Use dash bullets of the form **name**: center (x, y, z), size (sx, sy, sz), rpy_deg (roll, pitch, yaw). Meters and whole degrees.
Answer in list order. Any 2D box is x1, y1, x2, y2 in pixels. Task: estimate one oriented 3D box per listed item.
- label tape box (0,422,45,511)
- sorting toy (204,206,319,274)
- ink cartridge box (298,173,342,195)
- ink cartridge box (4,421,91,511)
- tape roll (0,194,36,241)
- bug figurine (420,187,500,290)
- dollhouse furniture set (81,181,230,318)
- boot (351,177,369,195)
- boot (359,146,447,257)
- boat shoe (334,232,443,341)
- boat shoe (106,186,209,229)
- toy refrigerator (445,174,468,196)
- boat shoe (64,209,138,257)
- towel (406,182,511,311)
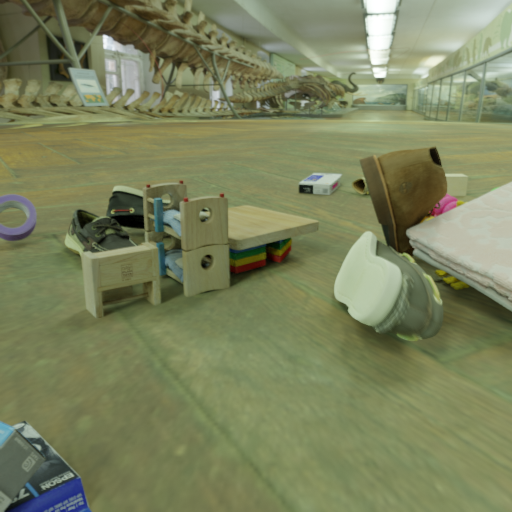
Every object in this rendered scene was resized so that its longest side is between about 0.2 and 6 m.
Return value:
- **label tape box**: center (-2.161, 1.624, 3.635), size (0.912, 0.400, 1.265), rpy_deg (7, 46, 36)
- **sorting toy**: center (-0.231, -0.311, 9.789), size (1.891, 0.662, 1.903), rpy_deg (-15, 22, -41)
- **ink cartridge box**: center (1.888, -2.107, 16.226), size (0.901, 0.353, 1.903), rpy_deg (5, 20, 18)
- **ink cartridge box**: center (-1.730, 1.674, 4.105), size (0.632, 0.249, 1.270), rpy_deg (-15, 24, -42)
- **tape roll**: center (-4.588, -0.718, 10.551), size (0.824, 0.824, 0.350), rpy_deg (-8, -15, -25)
- **bug figurine**: center (4.330, -0.443, 9.340), size (3.626, 0.933, 2.812), rpy_deg (-9, 29, -22)
- **dollhouse furniture set**: center (-1.626, -0.207, 8.158), size (2.048, 1.435, 1.443), rpy_deg (-11, 20, -33)
- **boot**: center (3.472, -1.928, 15.277), size (1.167, 0.546, 1.501), rpy_deg (-10, 19, -30)
- **boot**: center (2.384, -0.687, 8.509), size (1.095, 1.068, 2.902), rpy_deg (-18, -25, 12)
- **boat shoe**: center (1.625, 0.370, 7.189), size (0.833, 0.995, 2.785), rpy_deg (26, 11, -3)
- **boat shoe**: center (-1.759, -0.732, 11.172), size (2.437, 0.764, 0.892), rpy_deg (12, -21, -2)
- **toy refrigerator**: center (4.965, -1.945, 15.333), size (1.453, 0.552, 0.508), rpy_deg (-1, 17, -2)
- **boat shoe**: center (-2.663, -0.310, 9.642), size (0.816, 0.750, 2.283), rpy_deg (-11, 21, -39)
- **towel**: center (4.365, -0.113, 7.321), size (3.345, 0.565, 3.503), rpy_deg (-23, 33, -19)
